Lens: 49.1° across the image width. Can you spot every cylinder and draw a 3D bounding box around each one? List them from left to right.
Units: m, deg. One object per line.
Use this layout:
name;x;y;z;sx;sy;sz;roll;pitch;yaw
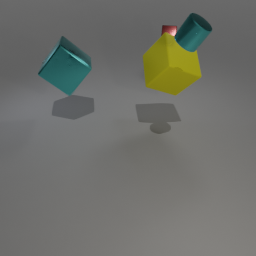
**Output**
cylinder;1.661;-2.437;7.173;0.700;0.700;0.700;20;45;-21

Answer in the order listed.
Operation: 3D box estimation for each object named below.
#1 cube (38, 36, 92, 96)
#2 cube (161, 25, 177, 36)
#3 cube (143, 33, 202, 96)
cube;-2.343;-2.353;10.591;1.400;1.400;1.400;35;20;-25
cube;1.985;-4.478;13.593;0.700;0.700;0.700;6;-11;8
cube;1.507;-2.191;9.866;1.400;1.400;1.400;11;62;-29
